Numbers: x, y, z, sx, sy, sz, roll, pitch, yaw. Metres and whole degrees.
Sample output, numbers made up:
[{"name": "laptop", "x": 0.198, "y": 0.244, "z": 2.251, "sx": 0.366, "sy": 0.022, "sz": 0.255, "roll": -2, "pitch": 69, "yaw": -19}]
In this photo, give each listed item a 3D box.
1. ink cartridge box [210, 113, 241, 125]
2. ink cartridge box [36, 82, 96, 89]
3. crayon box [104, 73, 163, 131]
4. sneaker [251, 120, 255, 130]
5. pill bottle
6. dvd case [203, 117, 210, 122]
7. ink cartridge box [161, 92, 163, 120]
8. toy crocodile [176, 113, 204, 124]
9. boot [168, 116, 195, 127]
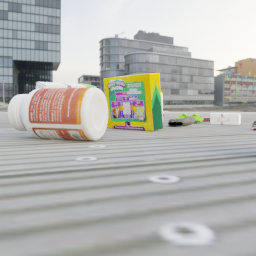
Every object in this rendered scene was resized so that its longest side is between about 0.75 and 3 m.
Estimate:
[{"name": "ink cartridge box", "x": 4.515, "y": -0.424, "z": 12.972, "sx": 1.262, "sy": 0.522, "sz": 0.925, "roll": 2, "pitch": 5, "yaw": 27}, {"name": "ink cartridge box", "x": -2.510, "y": -0.957, "z": 11.246, "sx": 2.272, "sy": 1.660, "sz": 0.958, "roll": -4, "pitch": 19, "yaw": -41}, {"name": "crayon box", "x": 0.149, "y": -0.919, "z": 9.997, "sx": 2.203, "sy": 1.900, "sz": 0.642, "roll": 4, "pitch": 11, "yaw": 42}, {"name": "sneaker", "x": 4.548, "y": -0.095, "z": 9.891, "sx": 0.355, "sy": 0.328, "sz": 0.880, "roll": 1, "pitch": 5, "yaw": 18}, {"name": "pill bottle", "x": -1.751, "y": -0.365, "z": 6.998, "sx": 2.278, "sy": 1.278, "sz": 1.278, "roll": 2, "pitch": 5, "yaw": 19}, {"name": "dvd case", "x": 4.574, "y": -0.527, "z": 16.332, "sx": 2.232, "sy": 0.246, "sz": 1.629, "roll": 0, "pitch": 4, "yaw": 9}, {"name": "ink cartridge box", "x": 0.959, "y": -0.740, "z": 11.222, "sx": 0.818, "sy": 1.421, "sz": 1.947, "roll": 1, "pitch": 4, "yaw": 10}, {"name": "toy crocodile", "x": 3.008, "y": -0.415, "z": 13.750, "sx": 1.479, "sy": 0.457, "sz": 0.499, "roll": 5, "pitch": 47, "yaw": 40}, {"name": "boot", "x": 2.222, "y": -0.203, "z": 11.509, "sx": 1.149, "sy": 0.401, "sz": 0.757, "roll": -10, "pitch": 6, "yaw": 7}]
